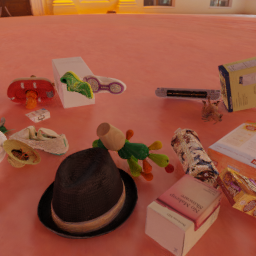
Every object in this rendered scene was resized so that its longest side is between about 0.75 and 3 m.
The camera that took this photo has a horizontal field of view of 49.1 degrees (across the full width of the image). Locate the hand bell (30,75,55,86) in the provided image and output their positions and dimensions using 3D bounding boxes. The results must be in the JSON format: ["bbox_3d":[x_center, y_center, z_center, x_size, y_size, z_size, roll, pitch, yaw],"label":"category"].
[{"bbox_3d":[-4.303,-2.428,15.523,1.052,1.052,2.021,26,26,38],"label":"hand bell"}]

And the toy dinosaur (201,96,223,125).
[{"bbox_3d":[3.522,-0.668,12.224,0.733,1.158,1.709,15,-7,-1],"label":"toy dinosaur"}]

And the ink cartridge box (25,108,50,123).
[{"bbox_3d":[-4.001,-0.531,12.400,0.921,0.312,0.534,-25,37,-38],"label":"ink cartridge box"}]

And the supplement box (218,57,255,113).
[{"bbox_3d":[5.412,-2.031,12.975,1.980,1.982,1.331,-12,27,11],"label":"supplement box"}]

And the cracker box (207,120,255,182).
[{"bbox_3d":[4.231,0.808,9.407,2.887,0.833,1.933,-24,37,-38],"label":"cracker box"}]

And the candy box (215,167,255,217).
[{"bbox_3d":[3.205,1.779,7.115,1.796,0.507,1.048,25,23,-19],"label":"candy box"}]

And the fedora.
[{"bbox_3d":[-1.077,1.474,7.638,2.989,1.365,2.989,0,29,0],"label":"fedora"}]

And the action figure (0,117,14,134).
[{"bbox_3d":[-5.757,0.380,10.392,1.618,0.749,2.739,12,34,15],"label":"action figure"}]

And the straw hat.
[{"bbox_3d":[-3.634,0.995,9.291,1.333,0.564,1.333,35,15,-11],"label":"straw hat"}]

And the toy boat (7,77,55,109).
[{"bbox_3d":[-4.695,-1.553,13.536,2.187,1.427,1.429,-2,58,-5],"label":"toy boat"}]

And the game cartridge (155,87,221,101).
[{"bbox_3d":[2.951,-1.632,13.493,2.938,0.595,1.959,6,10,20],"label":"game cartridge"}]

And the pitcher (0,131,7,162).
[{"bbox_3d":[-4.492,0.909,8.726,1.800,1.272,2.098,-5,34,16],"label":"pitcher"}]

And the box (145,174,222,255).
[{"bbox_3d":[1.386,2.096,6.933,1.104,0.941,1.726,25,37,36],"label":"box"}]

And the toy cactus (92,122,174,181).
[{"bbox_3d":[-0.093,0.500,8.568,2.873,2.371,1.469,24,74,35],"label":"toy cactus"}]

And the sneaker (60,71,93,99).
[{"bbox_3d":[-1.762,-1.383,9.644,1.525,0.565,0.637,37,62,27],"label":"sneaker"}]

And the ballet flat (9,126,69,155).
[{"bbox_3d":[-3.294,0.329,10.317,2.532,0.909,0.909,9,30,17],"label":"ballet flat"}]

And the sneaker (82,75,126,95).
[{"bbox_3d":[-0.973,-1.785,11.740,1.889,0.707,0.941,14,19,11],"label":"sneaker"}]

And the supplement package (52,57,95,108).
[{"bbox_3d":[-2.801,-2.378,14.232,1.610,1.590,2.655,-10,36,-19],"label":"supplement package"}]

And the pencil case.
[{"bbox_3d":[2.049,0.968,8.799,0.984,1.131,2.529,-26,28,9],"label":"pencil case"}]
